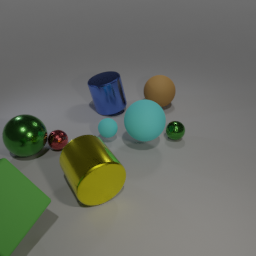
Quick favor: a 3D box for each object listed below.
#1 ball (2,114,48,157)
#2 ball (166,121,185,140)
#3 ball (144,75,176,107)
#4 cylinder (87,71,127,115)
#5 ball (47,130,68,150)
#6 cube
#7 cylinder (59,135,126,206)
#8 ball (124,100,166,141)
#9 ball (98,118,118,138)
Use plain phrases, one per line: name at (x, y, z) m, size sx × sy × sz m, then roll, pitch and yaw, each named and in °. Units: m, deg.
ball at (-3.366, 0.250, 9.196) m, size 1.400 × 1.400 × 1.400 m, roll 0°, pitch 30°, yaw 0°
ball at (1.714, 0.088, 10.127) m, size 0.700 × 0.700 × 0.700 m, roll 0°, pitch 30°, yaw 0°
ball at (1.384, -1.619, 12.314) m, size 1.400 × 1.400 × 1.400 m, roll 0°, pitch 30°, yaw 0°
cylinder at (-0.865, -1.491, 11.926) m, size 1.400 × 1.400 × 1.400 m, roll -10°, pitch 33°, yaw 7°
ball at (-2.410, 0.406, 9.639) m, size 0.700 × 0.700 × 0.700 m, roll 0°, pitch 30°, yaw 0°
cube at (-2.817, 1.659, 5.938) m, size 1.400 × 1.400 × 1.400 m, roll -15°, pitch 32°, yaw 48°
cylinder at (-0.975, 1.111, 7.607) m, size 1.400 × 1.400 × 1.400 m, roll -16°, pitch 38°, yaw -25°
ball at (0.563, -0.251, 9.405) m, size 1.400 × 1.400 × 1.400 m, roll 0°, pitch 30°, yaw 0°
ball at (-0.716, -0.004, 9.942) m, size 0.700 × 0.700 × 0.700 m, roll 0°, pitch 30°, yaw 0°
